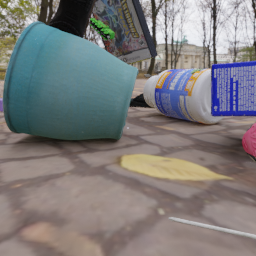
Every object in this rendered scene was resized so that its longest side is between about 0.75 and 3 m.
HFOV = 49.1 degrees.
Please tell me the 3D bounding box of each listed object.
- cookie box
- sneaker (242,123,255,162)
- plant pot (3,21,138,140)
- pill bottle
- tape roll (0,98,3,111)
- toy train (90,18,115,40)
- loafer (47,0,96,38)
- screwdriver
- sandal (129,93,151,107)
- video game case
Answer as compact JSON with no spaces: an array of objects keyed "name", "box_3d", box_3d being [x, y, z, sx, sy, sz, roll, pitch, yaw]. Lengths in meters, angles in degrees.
[{"name":"cookie box","box_3d":[3.136,-0.769,5.412,2.673,1.004,2.286,1,6,25]},{"name":"sneaker","box_3d":[2.671,0.314,4.071,2.545,1.026,0.950,5,-7,-23]},{"name":"plant pot","box_3d":[-1.062,-0.823,6.244,2.330,2.480,2.480,13,12,-1]},{"name":"pill bottle","box_3d":[1.754,-1.104,9.073,1.598,1.598,2.852,-7,14,-31]},{"name":"tape roll","box_3d":[-4.607,-0.941,11.136,1.050,0.446,1.050,0,11,0]},{"name":"toy train","box_3d":[-0.875,-3.368,9.458,0.403,0.298,1.430,-17,47,-24]},{"name":"loafer","box_3d":[-1.476,-3.097,7.850,1.084,2.968,1.054,31,48,-14]},{"name":"screwdriver","box_3d":[1.101,0.961,2.476,1.525,0.213,0.222,7,-17,18]},{"name":"sandal","box_3d":[0.734,-1.310,12.243,2.953,0.707,1.110,3,12,14]},{"name":"video game case","box_3d":[-0.234,-3.442,9.684,0.321,2.521,2.278,-33,20,-32]}]
